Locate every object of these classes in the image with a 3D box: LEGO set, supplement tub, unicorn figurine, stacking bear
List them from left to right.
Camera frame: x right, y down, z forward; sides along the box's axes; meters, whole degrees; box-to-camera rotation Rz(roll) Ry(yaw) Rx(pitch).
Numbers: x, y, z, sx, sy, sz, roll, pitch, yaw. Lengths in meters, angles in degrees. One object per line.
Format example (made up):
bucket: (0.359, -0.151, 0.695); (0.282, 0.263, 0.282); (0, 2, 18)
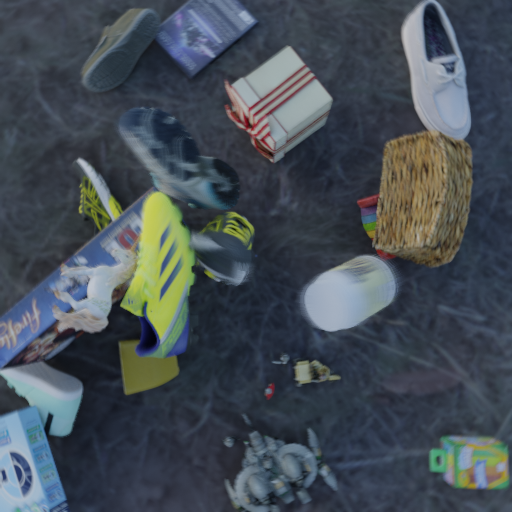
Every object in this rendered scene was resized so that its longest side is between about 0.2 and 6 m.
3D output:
unicorn figurine: (-2.460, 0.431, 8.662); (1.138, 0.612, 1.658); (9, 72, -11)
LEGO set: (0.458, 3.626, 10.678); (2.290, 0.999, 3.526); (3, 83, 1)
supplement tub: (1.727, 0.691, 10.308); (1.498, 1.086, 1.086); (-22, 82, -41)
stacking bear: (2.573, -0.575, 11.356); (0.801, 0.750, 1.320); (-20, 95, -32)

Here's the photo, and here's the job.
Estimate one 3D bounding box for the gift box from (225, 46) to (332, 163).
gift box: (0.365, -3.007, 11.164); (1.643, 1.759, 1.623); (-38, 79, -3)

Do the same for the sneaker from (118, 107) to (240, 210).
sneaker: (-1.555, -1.551, 10.137); (1.205, 2.792, 1.084); (-9, 59, 35)

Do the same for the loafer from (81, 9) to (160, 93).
loafer: (-2.937, -4.384, 11.887); (0.741, 0.801, 2.129); (38, 84, 32)

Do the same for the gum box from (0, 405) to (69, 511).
gum box: (-4.563, 4.089, 10.499); (1.804, 0.473, 2.123); (-23, 84, 25)

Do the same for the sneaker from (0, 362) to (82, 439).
sneaker: (-4.420, 2.695, 10.902); (2.206, 0.812, 1.301); (23, 110, 21)

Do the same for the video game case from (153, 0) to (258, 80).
video game case: (-1.126, -4.930, 12.164); (1.931, 0.183, 1.380); (-42, 85, -4)

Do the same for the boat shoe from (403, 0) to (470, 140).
boat shoe: (3.842, -3.848, 11.604); (1.055, 1.004, 2.931); (-7, 83, -1)

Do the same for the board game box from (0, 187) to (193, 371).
board game box: (-2.903, 0.484, 10.265); (3.831, 2.595, 0.663); (-41, 86, -4)

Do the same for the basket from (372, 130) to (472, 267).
basket: (3.456, -1.040, 10.627); (1.712, 1.640, 2.298); (16, 79, -33)

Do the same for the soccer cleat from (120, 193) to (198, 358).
soccer cleat: (-1.579, 0.415, 8.828); (1.166, 0.901, 2.787); (-12, 116, -22)

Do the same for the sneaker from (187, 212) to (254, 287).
sneaker: (-0.598, -0.290, 10.093); (1.127, 3.026, 1.280); (38, 81, -11)

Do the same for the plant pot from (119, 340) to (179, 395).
plant pot: (-2.051, 2.085, 10.921); (1.026, 1.003, 0.996); (-7, 83, -9)

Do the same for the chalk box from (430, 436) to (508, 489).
chalk box: (4.018, 3.942, 10.735); (1.300, 0.805, 0.809); (1, 83, 0)

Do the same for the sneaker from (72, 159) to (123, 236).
sneaker: (-3.341, -1.135, 11.434); (0.773, 0.681, 1.827); (-32, 84, -4)
